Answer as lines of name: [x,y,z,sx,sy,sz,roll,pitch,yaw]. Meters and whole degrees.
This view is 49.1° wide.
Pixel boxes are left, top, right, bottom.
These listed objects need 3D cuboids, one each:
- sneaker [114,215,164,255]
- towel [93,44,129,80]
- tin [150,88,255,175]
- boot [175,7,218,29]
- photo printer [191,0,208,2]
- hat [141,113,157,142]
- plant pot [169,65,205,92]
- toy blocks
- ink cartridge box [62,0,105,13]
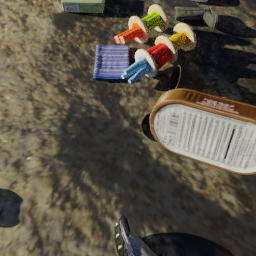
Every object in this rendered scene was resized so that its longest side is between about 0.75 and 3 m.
sneaker: [0.373,2.947,6.204,0.876,0.816,2.209,-22,67,-24]
towel: [-0.560,-2.316,9.733,1.207,0.199,1.667,1,58,0]
tin: [1.753,0.109,5.909,2.737,1.532,0.573,17,45,20]
boot: [2.578,-4.265,10.738,1.488,0.540,1.353,3,44,-6]
photo printer: [2.931,-5.784,11.731,1.044,0.436,1.255,10,59,5]
hat: [0.892,0.050,8.137,1.099,0.443,1.099,3,63,-6]
plant pot: [1.916,-1.450,8.895,0.941,0.879,0.879,11,58,-11]
toy blocks: [0.532,-2.836,9.564,2.831,1.028,2.360,-37,66,-21]
ink cartridge box: [-1.763,-5.708,11.657,1.644,0.542,2.260,1,60,1]
